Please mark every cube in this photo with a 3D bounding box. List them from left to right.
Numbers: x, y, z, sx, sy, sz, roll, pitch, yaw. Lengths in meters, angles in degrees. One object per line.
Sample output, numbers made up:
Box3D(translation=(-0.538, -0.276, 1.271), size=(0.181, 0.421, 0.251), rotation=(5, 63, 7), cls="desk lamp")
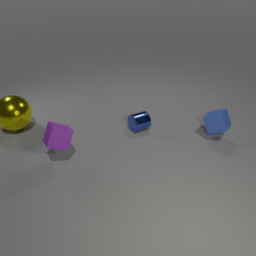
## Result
Box3D(translation=(-2.253, 0.258, 8.990), size=(0.700, 0.700, 0.700), rotation=(14, 9, -31), cls="cube")
Box3D(translation=(3.282, -0.244, 10.276), size=(0.700, 0.700, 0.700), rotation=(-12, 12, 38), cls="cube")

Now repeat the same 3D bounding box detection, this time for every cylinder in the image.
Box3D(translation=(0.442, -0.252, 11.019), size=(0.700, 0.700, 0.700), rotation=(-16, 35, -24), cls="cylinder")

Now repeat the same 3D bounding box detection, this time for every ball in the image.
Box3D(translation=(-4.447, -0.577, 10.872), size=(1.400, 1.400, 1.400), rotation=(0, 31, 0), cls="ball")
